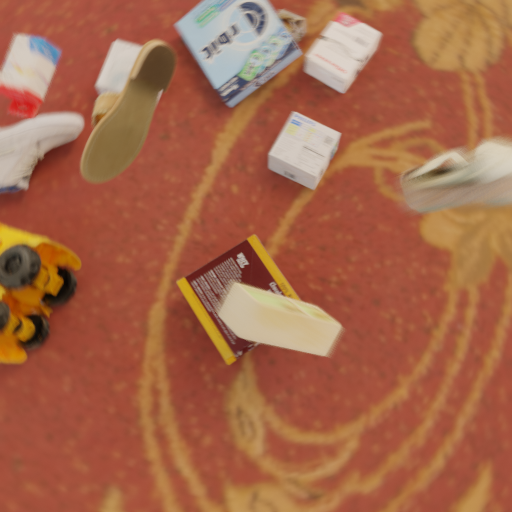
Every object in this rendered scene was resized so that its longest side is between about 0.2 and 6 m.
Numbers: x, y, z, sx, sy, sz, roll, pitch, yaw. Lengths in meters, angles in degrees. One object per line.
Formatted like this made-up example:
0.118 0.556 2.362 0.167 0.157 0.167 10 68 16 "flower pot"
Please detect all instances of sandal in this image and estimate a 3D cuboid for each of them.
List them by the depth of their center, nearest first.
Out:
-2.003 -2.175 8.302 0.738 0.823 2.244 39 102 38 "sandal"

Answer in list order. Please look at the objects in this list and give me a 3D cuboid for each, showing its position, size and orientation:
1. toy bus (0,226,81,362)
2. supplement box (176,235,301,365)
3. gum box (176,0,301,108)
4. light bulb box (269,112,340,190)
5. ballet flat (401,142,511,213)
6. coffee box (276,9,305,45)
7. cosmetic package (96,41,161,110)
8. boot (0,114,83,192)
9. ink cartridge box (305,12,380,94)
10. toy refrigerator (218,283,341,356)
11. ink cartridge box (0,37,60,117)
-4.611 0.518 10.013 2.096 1.481 2.183 22 78 19 "toy bus"
-0.262 0.806 10.018 1.629 1.082 1.607 -32 77 -8 "supplement box"
-0.387 -4.451 11.478 1.798 0.471 2.116 -34 75 14 "gum box"
0.939 -2.060 11.029 1.052 0.662 1.061 28 76 8 "light bulb box"
3.092 -1.141 7.919 0.815 2.424 0.825 56 51 -22 "ballet flat"
0.500 -4.604 11.822 0.597 0.422 1.056 30 76 18 "coffee box"
-2.503 -3.647 11.471 1.097 0.674 1.093 16 75 3 "cosmetic package"
-4.500 -1.890 10.965 2.493 0.917 1.191 -15 82 4 "boot"
1.780 -4.232 11.681 0.976 0.569 1.349 33 77 9 "ink cartridge box"
0.391 0.949 8.396 0.674 1.775 0.621 38 105 51 "toy refrigerator"
-2.909 -2.254 7.058 0.529 0.306 0.910 16 85 27 "ink cartridge box"
